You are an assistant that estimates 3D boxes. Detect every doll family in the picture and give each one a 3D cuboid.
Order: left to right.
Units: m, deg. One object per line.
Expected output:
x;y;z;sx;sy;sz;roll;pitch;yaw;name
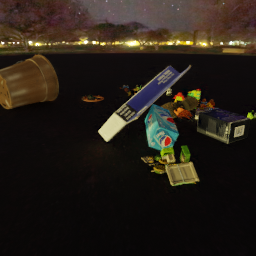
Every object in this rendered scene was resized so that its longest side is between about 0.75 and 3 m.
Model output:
0.414;-2.352;17.475;1.848;0.725;1.068;-5;23;1;doll family

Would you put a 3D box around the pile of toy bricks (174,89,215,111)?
3.508;-1.521;14.501;2.067;1.020;1.146;13;23;33;pile of toy bricks

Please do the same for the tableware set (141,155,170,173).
0.977;1.112;8.355;0.808;0.184;1.199;-7;19;-27;tableware set

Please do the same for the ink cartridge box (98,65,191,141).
0.455;-0.932;9.570;2.893;0.588;2.898;-43;3;-27;ink cartridge box

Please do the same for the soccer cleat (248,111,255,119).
5.851;-0.649;13.032;0.876;0.355;0.296;-17;26;-40;soccer cleat

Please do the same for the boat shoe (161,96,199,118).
2.296;-0.864;13.198;2.110;0.759;0.713;-20;-10;-17;boat shoe

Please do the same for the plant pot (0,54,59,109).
-5.530;-2.321;14.901;2.639;2.639;2.613;17;34;40;plant pot

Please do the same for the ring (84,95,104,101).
-2.080;-1.791;16.634;1.312;0.126;1.312;0;20;0;ring

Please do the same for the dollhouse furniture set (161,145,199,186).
1.440;1.186;7.953;0.805;0.617;1.229;-8;49;-5;dollhouse furniture set

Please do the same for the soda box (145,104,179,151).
1.163;-0.049;10.157;0.765;0.809;2.384;20;21;-9;soda box

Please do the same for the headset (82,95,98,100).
-2.211;-1.739;16.321;0.872;0.410;0.538;7;6;-21;headset

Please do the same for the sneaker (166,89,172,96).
2.591;-2.263;17.571;0.337;0.403;0.911;4;21;6;sneaker

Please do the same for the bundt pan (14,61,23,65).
-6.679;-2.795;16.780;0.907;2.416;2.416;38;18;-9;bundt pan

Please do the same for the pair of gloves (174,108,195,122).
1.946;-0.316;11.677;1.560;0.193;1.390;-26;28;-7;pair of gloves

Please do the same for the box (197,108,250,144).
3.653;-0.121;10.823;1.170;0.825;1.581;-13;24;-31;box

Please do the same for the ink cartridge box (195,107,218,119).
3.686;-0.706;13.077;1.036;0.434;0.910;4;19;14;ink cartridge box
